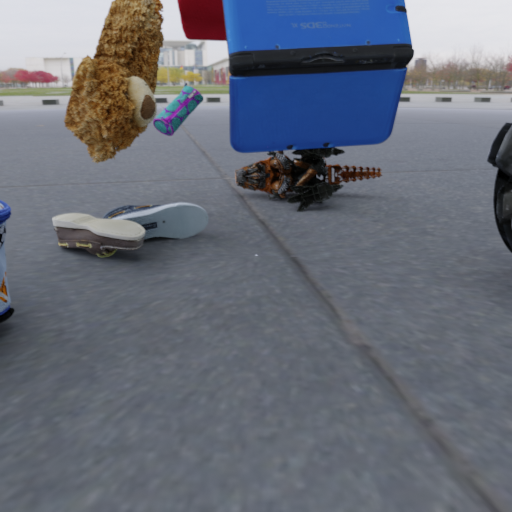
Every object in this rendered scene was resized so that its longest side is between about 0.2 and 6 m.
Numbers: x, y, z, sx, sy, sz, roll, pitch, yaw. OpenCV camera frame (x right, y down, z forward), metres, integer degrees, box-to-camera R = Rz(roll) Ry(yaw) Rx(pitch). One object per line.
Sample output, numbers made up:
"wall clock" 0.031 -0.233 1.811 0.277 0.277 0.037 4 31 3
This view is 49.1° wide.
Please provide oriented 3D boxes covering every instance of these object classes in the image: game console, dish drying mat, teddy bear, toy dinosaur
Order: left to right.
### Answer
"teddy bear" -2.113 -3.158 9.637 1.245 2.703 3.728 19 24 -12
"dish drying mat" -0.752 -4.725 10.930 1.474 0.349 3.839 2 10 -6
"toy dinosaur" 1.265 -2.151 14.022 3.521 1.799 2.390 -22 3 0
"game console" 0.580 -2.065 5.930 1.847 1.576 1.093 -5 -10 -7

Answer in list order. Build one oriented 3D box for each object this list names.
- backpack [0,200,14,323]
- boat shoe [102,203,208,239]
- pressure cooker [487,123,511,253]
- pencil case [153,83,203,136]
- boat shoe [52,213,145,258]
"backpack" -4.771 -0.180 6.394 3.648 2.950 3.829 15 18 10
"boat shoe" -2.007 -0.748 11.008 2.007 0.710 0.911 -9 25 -20
"pressure cooker" 5.100 -0.842 7.620 3.187 3.138 3.568 -27 22 -7
"pencil case" -1.875 -3.514 13.512 1.372 0.584 0.634 -56 12 -24
"boat shoe" -2.789 -0.322 9.961 2.031 0.604 0.730 10 21 27
